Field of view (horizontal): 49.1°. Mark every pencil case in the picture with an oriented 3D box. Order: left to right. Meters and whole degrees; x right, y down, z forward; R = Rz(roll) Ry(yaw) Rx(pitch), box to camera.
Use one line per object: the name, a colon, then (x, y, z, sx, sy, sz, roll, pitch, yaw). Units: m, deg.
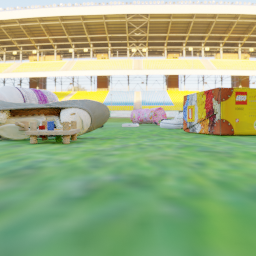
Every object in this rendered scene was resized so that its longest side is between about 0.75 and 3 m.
pencil case: (1.245, -0.676, 17.322, 1.173, 1.173, 2.683, -1, 2, -33)

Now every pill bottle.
pill bottle: (-3.536, -0.643, 9.163, 1.401, 1.401, 2.496, 1, 2, 30)

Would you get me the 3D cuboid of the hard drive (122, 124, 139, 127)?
hard drive: (0.132, -0.127, 13.404, 0.700, 0.142, 1.061, 0, 1, 7)

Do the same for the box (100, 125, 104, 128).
box: (-1.587, -0.312, 10.992, 1.077, 0.632, 1.059, -1, 1, 5)

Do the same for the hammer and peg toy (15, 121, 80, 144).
hammer and peg toy: (-1.020, 0.049, 3.445, 0.770, 0.272, 0.566, 0, 3, 1)

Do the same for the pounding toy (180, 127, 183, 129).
pounding toy: (2.113, -0.090, 8.180, 0.782, 0.470, 1.014, -11, -22, -28)

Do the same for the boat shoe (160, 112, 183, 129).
boat shoe: (1.934, -0.276, 9.413, 1.788, 0.597, 0.657, 1, 4, 28)

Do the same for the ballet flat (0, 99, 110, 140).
ballet flat: (-1.139, -0.053, 4.053, 1.912, 0.644, 0.609, -1, 29, -19)

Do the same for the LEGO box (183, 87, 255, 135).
LEGO box: (2.549, -0.324, 5.926, 2.276, 0.878, 1.695, 0, 1, -11)

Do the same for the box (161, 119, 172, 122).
box: (1.930, -0.229, 12.879, 0.697, 0.366, 0.851, 1, 1, -3)
